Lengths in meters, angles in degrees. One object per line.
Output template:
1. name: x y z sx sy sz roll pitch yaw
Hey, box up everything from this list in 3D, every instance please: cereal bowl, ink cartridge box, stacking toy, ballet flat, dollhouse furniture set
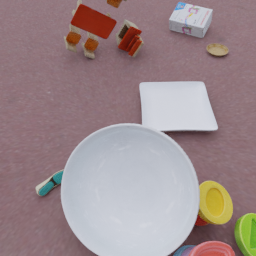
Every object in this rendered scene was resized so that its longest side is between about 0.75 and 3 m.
1. cereal bowl: 0.089 1.385 6.418 2.999 1.249 2.999 0 88 13
2. ink cartridge box: 2.856 -4.912 12.730 1.644 0.696 1.188 22 71 17
3. stacking toy: 2.063 2.738 6.280 2.243 1.047 2.478 29 53 -9
4. ballet flat: -2.029 1.418 7.548 1.019 0.354 0.354 -34 56 -24
5. dollhouse furniture set: -0.814 -3.874 10.864 2.746 2.776 1.430 12 43 -33

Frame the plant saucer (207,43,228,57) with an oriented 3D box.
1. plant saucer: 3.754 -3.258 11.808 0.903 0.160 0.903 0 48 0

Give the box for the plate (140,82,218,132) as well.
1. plate: 1.582 -0.684 9.369 2.323 0.375 2.318 -1 49 -1
